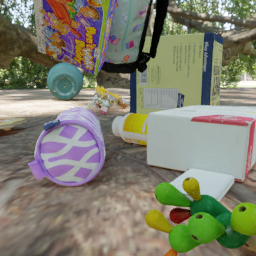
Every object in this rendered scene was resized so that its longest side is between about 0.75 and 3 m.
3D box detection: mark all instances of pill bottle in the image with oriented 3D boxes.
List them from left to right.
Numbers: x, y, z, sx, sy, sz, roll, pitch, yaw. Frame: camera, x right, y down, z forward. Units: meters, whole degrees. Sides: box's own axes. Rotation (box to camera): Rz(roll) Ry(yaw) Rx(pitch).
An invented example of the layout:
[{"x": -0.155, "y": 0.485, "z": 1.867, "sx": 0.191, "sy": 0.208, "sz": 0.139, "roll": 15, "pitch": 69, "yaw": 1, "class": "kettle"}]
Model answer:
[{"x": 0.264, "y": 0.021, "z": 5.877, "sx": 1.225, "sy": 0.639, "sz": 0.639, "roll": 8, "pitch": 12, "yaw": 37, "class": "pill bottle"}]

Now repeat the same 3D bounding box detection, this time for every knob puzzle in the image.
[{"x": -3.787, "y": 0.004, "z": 7.038, "sx": 2.139, "sy": 0.297, "sz": 2.139, "roll": 0, "pitch": 9, "yaw": 0, "class": "knob puzzle"}]

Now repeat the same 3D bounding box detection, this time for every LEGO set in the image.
[{"x": -1.076, "y": -1.065, "z": 12.441, "sx": 1.350, "sy": 1.092, "sz": 2.935, "roll": 38, "pitch": 13, "yaw": 10, "class": "LEGO set"}]

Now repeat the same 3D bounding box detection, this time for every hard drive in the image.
[{"x": 0.875, "y": 0.706, "z": 3.412, "sx": 0.605, "sy": 0.121, "sz": 0.917, "roll": 6, "pitch": 11, "yaw": 33, "class": "hard drive"}]

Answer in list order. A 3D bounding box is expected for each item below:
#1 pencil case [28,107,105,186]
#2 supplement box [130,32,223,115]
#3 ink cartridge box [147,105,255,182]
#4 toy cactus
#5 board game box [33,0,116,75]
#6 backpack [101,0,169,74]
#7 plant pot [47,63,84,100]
[{"x": -0.853, "y": 0.197, "z": 4.368, "sx": 0.935, "sy": 0.918, "sz": 2.188, "roll": -31, "pitch": 10, "yaw": 0, "class": "pencil case"}, {"x": 1.700, "y": -1.749, "z": 9.830, "sx": 2.788, "sy": 2.790, "sz": 1.873, "roll": 5, "pitch": 13, "yaw": 26, "class": "supplement box"}, {"x": 1.421, "y": 0.108, "z": 4.742, "sx": 1.467, "sy": 0.843, "sz": 2.022, "roll": 6, "pitch": 11, "yaw": 31, "class": "ink cartridge box"}, {"x": 0.801, "y": 0.784, "z": 1.951, "sx": 1.119, "sy": 0.693, "sz": 1.356, "roll": 16, "pitch": -6, "yaw": -41, "class": "toy cactus"}, {"x": -0.972, "y": -1.956, "z": 5.022, "sx": 1.317, "sy": 0.439, "sz": 1.959, "roll": 22, "pitch": -31, "yaw": 0, "class": "board game box"}, {"x": -0.306, "y": -2.704, "z": 5.873, "sx": 1.758, "sy": 2.318, "sz": 2.777, "roll": -16, "pitch": -25, "yaw": -18, "class": "backpack"}, {"x": -4.262, "y": -3.030, "z": 19.058, "sx": 2.588, "sy": 2.588, "sz": 2.432, "roll": -2, "pitch": 18, "yaw": -12, "class": "plant pot"}]
